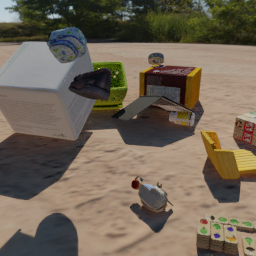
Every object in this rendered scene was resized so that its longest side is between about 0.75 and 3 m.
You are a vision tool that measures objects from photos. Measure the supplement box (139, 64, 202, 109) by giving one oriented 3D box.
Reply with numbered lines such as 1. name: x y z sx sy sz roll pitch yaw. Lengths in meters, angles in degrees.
1. supplement box: 2.296 -2.234 14.977 2.711 1.800 2.674 9 24 21

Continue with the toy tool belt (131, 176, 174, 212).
1. toy tool belt: 0.616 1.662 7.062 0.654 0.664 1.064 19 7 -41

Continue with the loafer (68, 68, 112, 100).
1. loafer: -0.962 -1.167 7.436 0.818 0.717 2.275 20 -1 -27

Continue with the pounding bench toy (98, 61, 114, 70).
1. pounding bench toy: -1.458 -2.620 15.697 1.570 1.971 2.528 -6 23 -15

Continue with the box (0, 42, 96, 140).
1. box: -3.092 -1.510 10.975 2.955 2.531 2.940 7 49 15

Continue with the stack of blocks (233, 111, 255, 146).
1. stack of blocks: 5.710 -0.080 10.887 2.888 0.846 1.663 -14 26 -31

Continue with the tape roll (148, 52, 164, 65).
1. tape roll: 1.610 -3.951 16.057 0.910 0.300 0.910 0 -19 0

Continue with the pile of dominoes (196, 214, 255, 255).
1. pile of dominoes: 2.530 2.329 5.571 2.274 0.362 1.772 5 22 14

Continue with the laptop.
1. laptop: 1.006 -0.621 12.424 2.646 1.533 2.477 22 -1 -20

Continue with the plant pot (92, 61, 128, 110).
1. plant pot: -1.120 -1.999 13.895 1.947 1.776 1.957 -4 56 -7

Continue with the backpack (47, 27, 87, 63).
1. backpack: -1.728 -2.369 8.113 0.990 0.906 0.727 -10 57 18

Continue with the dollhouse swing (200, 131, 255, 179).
1. dollhouse swing: 3.203 0.666 8.623 1.331 1.376 1.514 -20 21 6

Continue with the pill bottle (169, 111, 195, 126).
1. pill bottle: 2.331 -0.431 12.158 1.019 0.567 0.567 10 24 21
